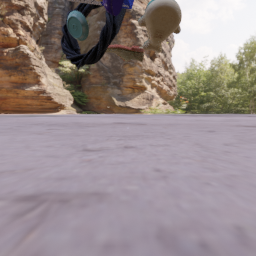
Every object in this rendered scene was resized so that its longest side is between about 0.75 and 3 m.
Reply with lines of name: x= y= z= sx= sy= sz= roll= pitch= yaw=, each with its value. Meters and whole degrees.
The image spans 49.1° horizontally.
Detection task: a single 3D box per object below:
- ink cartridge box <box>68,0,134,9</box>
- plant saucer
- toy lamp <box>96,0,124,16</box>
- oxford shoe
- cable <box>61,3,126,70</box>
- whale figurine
ink cartridge box: x=-0.911 y=-3.924 z=7.859 sx=2.085 sy=0.461 sz=0.980 roll=14 pitch=-6 yaw=15
plant saucer: x=-1.347 y=-2.644 z=7.311 sx=0.768 sy=0.768 sz=0.138 roll=3 pitch=30 yaw=40
toy lamp: x=-1.217 y=-2.614 z=5.128 sx=2.305 sy=0.671 sz=0.671 roll=17 pitch=7 yaw=11
oxford shoe: x=-0.196 y=-2.864 z=10.796 sx=1.681 sy=0.620 sz=0.595 roll=8 pitch=25 yaw=8
cable: x=-1.341 y=-3.281 z=9.304 sx=2.330 sy=2.856 sz=0.726 roll=12 pitch=-12 yaw=29
whale figurine: x=0.947 y=-3.145 z=8.504 sx=1.351 sy=0.881 sz=1.698 roll=7 pitch=-42 yaw=-9
